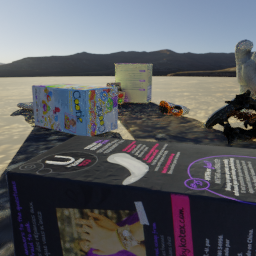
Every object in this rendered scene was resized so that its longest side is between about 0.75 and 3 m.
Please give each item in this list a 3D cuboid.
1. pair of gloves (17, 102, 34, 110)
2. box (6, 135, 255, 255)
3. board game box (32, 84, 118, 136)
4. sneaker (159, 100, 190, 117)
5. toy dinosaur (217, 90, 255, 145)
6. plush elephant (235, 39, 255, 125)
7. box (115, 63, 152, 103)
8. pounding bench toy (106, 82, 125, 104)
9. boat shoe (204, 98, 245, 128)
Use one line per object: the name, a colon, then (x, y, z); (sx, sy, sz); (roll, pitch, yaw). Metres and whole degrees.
pair of gloves: (-2.937, -1.145, 12.211); (2.516, 0.519, 2.959); (10, 17, 37)
box: (0.192, 0.753, 2.432); (1.998, 1.059, 1.221); (4, 13, 17)
board game box: (-1.560, -0.605, 8.107); (2.368, 1.242, 1.220); (11, 17, 39)
sneaker: (1.731, -0.705, 10.510); (0.617, 0.508, 1.342); (0, 18, -37)
toy dinosaur: (3.189, -0.056, 6.802); (1.653, 1.244, 2.435); (12, -10, -16)
plush elephant: (4.206, -1.285, 7.859); (1.931, 2.494, 2.054); (4, -3, 42)
box: (0.293, -2.261, 13.965); (1.677, 1.907, 0.922); (4, 13, 19)
pounding bench toy: (-0.636, -1.450, 13.334); (0.702, 1.131, 0.882); (-6, 46, -20)
boat shoe: (2.815, -0.353, 8.056); (0.433, 1.305, 0.488); (58, 9, 32)
